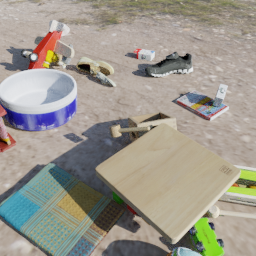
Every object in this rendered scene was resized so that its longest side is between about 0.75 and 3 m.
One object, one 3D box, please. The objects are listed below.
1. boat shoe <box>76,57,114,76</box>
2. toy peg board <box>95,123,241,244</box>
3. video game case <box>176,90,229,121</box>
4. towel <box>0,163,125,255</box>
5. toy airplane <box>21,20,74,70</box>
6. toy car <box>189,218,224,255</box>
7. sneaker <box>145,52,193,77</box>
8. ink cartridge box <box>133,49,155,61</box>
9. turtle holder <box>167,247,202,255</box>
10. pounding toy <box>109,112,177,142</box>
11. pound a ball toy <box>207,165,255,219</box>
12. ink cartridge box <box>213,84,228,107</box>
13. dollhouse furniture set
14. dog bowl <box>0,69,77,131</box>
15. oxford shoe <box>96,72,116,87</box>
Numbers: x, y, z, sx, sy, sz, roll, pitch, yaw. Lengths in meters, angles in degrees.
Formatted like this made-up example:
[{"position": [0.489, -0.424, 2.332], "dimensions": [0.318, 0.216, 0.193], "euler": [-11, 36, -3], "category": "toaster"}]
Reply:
[{"position": [-1.681, -2.979, 14.091], "dimensions": [2.056, 0.761, 0.683], "euler": [19, 55, 24], "category": "boat shoe"}, {"position": [1.036, 1.556, 7.666], "dimensions": [2.731, 1.336, 2.720], "euler": [-32, 50, -30], "category": "toy peg board"}, {"position": [3.166, -1.004, 11.960], "dimensions": [1.295, 0.158, 1.811], "euler": [-28, 46, -31], "category": "video game case"}, {"position": [-1.839, 2.275, 7.731], "dimensions": [2.949, 0.320, 2.162], "euler": [24, 45, 25], "category": "towel"}, {"position": [-3.842, -4.087, 14.410], "dimensions": [2.766, 1.960, 2.778], "euler": [-20, 54, 20], "category": "toy airplane"}, {"position": [1.695, 2.350, 7.349], "dimensions": [2.495, 0.556, 2.348], "euler": [-4, 42, -14], "category": "toy car"}, {"position": [2.075, -3.246, 13.983], "dimensions": [2.560, 1.158, 0.851], "euler": [-8, 38, -9], "category": "sneaker"}, {"position": [0.891, -4.122, 15.729], "dimensions": [1.079, 0.363, 0.627], "euler": [15, 41, 18], "category": "ink cartridge box"}, {"position": [1.384, 3.137, 6.022], "dimensions": [1.414, 1.075, 1.004], "euler": [-8, 21, 6], "category": "turtle holder"}, {"position": [0.489, 0.228, 9.336], "dimensions": [2.167, 0.991, 1.904], "euler": [-10, 14, -12], "category": "pounding toy"}, {"position": [3.366, 1.944, 7.808], "dimensions": [2.292, 0.974, 1.495], "euler": [7, 63, 9], "category": "pound a ball toy"}, {"position": [3.818, -1.347, 11.605], "dimensions": [0.330, 0.572, 0.784], "euler": [20, 60, 12], "category": "ink cartridge box"}, {"position": [-5.287, -0.348, 10.030], "dimensions": [1.164, 1.540, 2.862], "euler": [-30, 47, -32], "category": "dollhouse furniture set"}, {"position": [-3.538, -1.208, 11.272], "dimensions": [2.951, 1.162, 2.951], "euler": [3, 38, -2], "category": "dog bowl"}, {"position": [-1.068, -2.267, 13.424], "dimensions": [1.281, 0.482, 0.370], "euler": [36, 92, 27], "category": "oxford shoe"}]
